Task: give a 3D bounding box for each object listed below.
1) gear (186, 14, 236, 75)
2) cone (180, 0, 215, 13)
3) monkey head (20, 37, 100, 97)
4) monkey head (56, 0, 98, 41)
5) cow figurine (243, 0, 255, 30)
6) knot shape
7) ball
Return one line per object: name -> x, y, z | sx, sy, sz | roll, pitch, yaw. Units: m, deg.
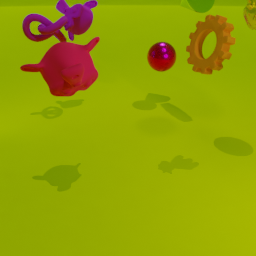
gear -> 2.298, -2.352, 7.955 | 0.296, 1.602, 1.602 | 2, 23, -29
cone -> 1.886, -3.900, 8.539 | 1.058, 1.058, 1.062 | -11, 9, -21
monkey head -> -0.887, -0.926, 4.084 | 1.280, 0.771, 0.921 | -25, -3, -10
monkey head -> -1.547, -3.266, 8.168 | 1.010, 1.404, 0.846 | 46, 22, 11
cow figurine -> 2.099, -1.721, 3.823 | 0.938, 0.523, 0.953 | -23, 1, -42
knot shape -> -2.106, -2.650, 7.596 | 1.232, 0.569, 1.153 | -1, -1, 14
ball -> 1.079, -2.276, 8.965 | 0.937, 0.937, 0.937 | 0, 26, 0
